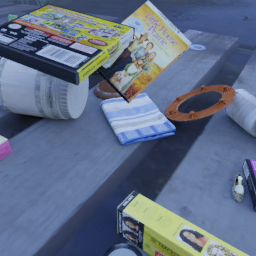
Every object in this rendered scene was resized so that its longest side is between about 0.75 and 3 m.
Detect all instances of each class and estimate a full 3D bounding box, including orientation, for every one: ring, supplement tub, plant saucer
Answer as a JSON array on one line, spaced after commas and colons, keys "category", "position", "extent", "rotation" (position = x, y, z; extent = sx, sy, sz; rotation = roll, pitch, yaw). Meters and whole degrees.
[{"category": "ring", "position": [2.749, -1.075, 10.897], "extent": [2.756, 0.264, 2.756], "rotation": [-21, 24, 10]}, {"category": "supplement tub", "position": [4.468, -0.594, 10.394], "extent": [1.151, 1.151, 1.744], "rotation": [-10, 37, -14]}, {"category": "plant saucer", "position": [-0.669, -1.818, 12.875], "extent": [1.850, 0.319, 1.850], "rotation": [1, 36, 0]}]

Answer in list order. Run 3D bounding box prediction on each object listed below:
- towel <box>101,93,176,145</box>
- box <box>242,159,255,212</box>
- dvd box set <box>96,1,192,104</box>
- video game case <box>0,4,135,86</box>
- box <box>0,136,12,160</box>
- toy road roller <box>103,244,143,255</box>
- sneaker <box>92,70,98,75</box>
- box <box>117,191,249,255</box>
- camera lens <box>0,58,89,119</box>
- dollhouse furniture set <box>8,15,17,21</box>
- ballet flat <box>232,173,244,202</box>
[{"category": "towel", "position": [0.297, -0.469, 10.917], "extent": [2.178, 0.353, 2.965], "rotation": [-12, 37, -15]}, {"category": "box", "position": [4.637, 1.661, 7.810], "extent": [2.424, 0.438, 1.733], "rotation": [5, 36, 6]}, {"category": "dvd box set", "position": [0.304, -2.222, 8.122], "extent": [2.560, 0.376, 1.873], "rotation": [-42, 86, -9]}, {"category": "video game case", "position": [-1.663, -2.221, 6.898], "extent": [2.858, 0.364, 2.583], "rotation": [22, 46, 18]}, {"category": "box", "position": [-4.652, 0.654, 9.114], "extent": [1.195, 0.578, 1.051], "rotation": [21, 40, 26]}, {"category": "toy road roller", "position": [0.314, 3.362, 4.304], "extent": [2.677, 1.645, 1.954], "rotation": [14, 37, 25]}, {"category": "sneaker", "position": [-1.515, -3.169, 14.576], "extent": [1.996, 0.756, 0.769], "rotation": [6, 17, 6]}, {"category": "box", "position": [1.060, 2.522, 6.076], "extent": [2.818, 1.061, 0.706], "rotation": [24, 41, 28]}, {"category": "camera lens", "position": [-3.289, -1.618, 10.755], "extent": [2.994, 2.395, 2.395], "rotation": [9, 36, 10]}, {"category": "dollhouse furniture set", "position": [-3.551, -3.312, 8.809], "extent": [0.874, 0.437, 0.338], "rotation": [16, 23, 22]}, {"category": "ballet flat", "position": [3.125, 1.634, 7.912], "extent": [0.318, 0.353, 0.938], "rotation": [15, 38, 11]}]
